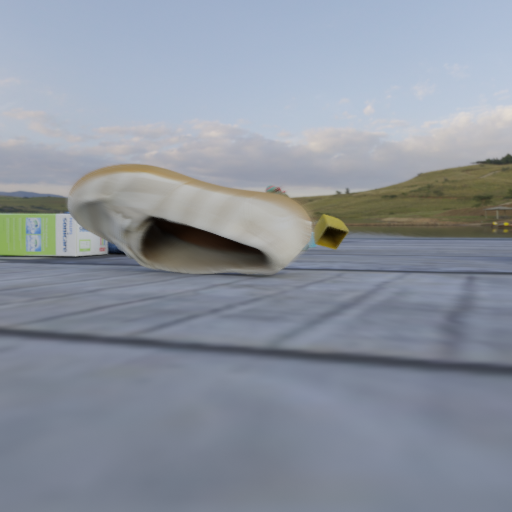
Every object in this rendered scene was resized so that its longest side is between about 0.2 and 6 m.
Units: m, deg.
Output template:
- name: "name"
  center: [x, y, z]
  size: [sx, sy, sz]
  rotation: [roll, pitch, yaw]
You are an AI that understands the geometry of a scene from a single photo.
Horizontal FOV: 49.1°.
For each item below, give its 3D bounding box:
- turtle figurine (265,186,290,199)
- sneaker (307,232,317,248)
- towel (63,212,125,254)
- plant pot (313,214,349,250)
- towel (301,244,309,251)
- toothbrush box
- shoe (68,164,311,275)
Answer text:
- name: "turtle figurine"
  center: [0.379, -0.823, 10.185]
  size: [0.659, 1.308, 0.979]
  rotation: [-38, -21, 16]
- name: "sneaker"
  center: [1.001, -0.519, 16.619]
  size: [1.489, 0.592, 0.972]
  rotation: [9, 1, -24]
- name: "towel"
  center: [-2.392, -0.502, 11.934]
  size: [3.718, 0.902, 2.076]
  rotation: [2, 2, 41]
- name: "plant pot"
  center: [1.724, -0.633, 13.311]
  size: [0.618, 0.623, 0.637]
  rotation: [14, 38, -23]
- name: "towel"
  center: [0.209, -0.193, 12.986]
  size: [1.406, 0.208, 1.917]
  rotation: [1, 2, 33]
- name: "toothbrush box"
  center: [-3.905, -0.390, 10.489]
  size: [1.834, 0.790, 1.336]
  rotation: [-1, 2, 9]
- name: "shoe"
  center: [-0.870, -0.326, 5.848]
  size: [2.827, 0.989, 0.755]
  rotation: [8, 46, 20]
